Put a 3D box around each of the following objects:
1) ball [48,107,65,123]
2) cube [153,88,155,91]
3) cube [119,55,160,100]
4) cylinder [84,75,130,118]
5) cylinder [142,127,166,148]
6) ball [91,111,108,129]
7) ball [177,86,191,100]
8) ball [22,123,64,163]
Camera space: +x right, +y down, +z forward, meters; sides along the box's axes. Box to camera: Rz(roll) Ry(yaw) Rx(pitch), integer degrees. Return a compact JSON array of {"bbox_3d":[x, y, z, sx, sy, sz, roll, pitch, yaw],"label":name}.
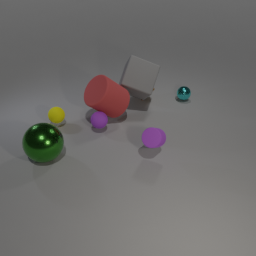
[{"bbox_3d":[-3.010,-0.544,11.795,0.700,0.700,0.700,0,32,0],"label":"ball"},{"bbox_3d":[0.770,-1.888,13.874,0.700,0.700,0.700,-45,6,-9],"label":"cube"},{"bbox_3d":[0.447,-2.244,12.734,1.400,1.400,1.400,19,-7,-9],"label":"cube"},{"bbox_3d":[-0.880,-1.302,11.708,1.400,1.400,1.400,26,8,-46],"label":"cylinder"},{"bbox_3d":[0.907,0.340,9.727,0.700,0.700,0.700,14,3,22],"label":"cylinder"},{"bbox_3d":[-1.171,-0.325,11.389,0.700,0.700,0.700,0,32,0],"label":"ball"},{"bbox_3d":[2.779,-1.731,13.943,0.700,0.700,0.700,0,32,0],"label":"ball"},{"bbox_3d":[-2.958,0.509,9.800,1.400,1.400,1.400,0,32,0],"label":"ball"}]
